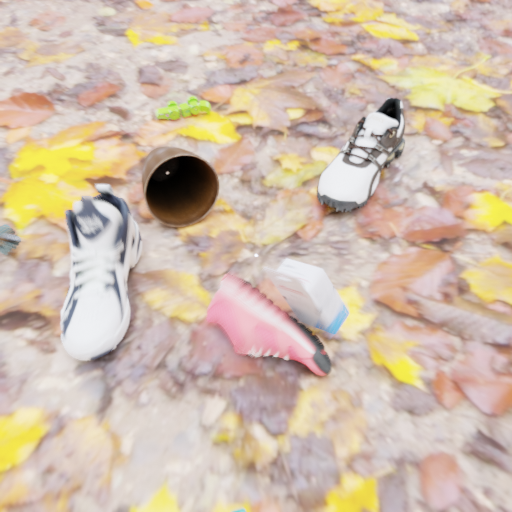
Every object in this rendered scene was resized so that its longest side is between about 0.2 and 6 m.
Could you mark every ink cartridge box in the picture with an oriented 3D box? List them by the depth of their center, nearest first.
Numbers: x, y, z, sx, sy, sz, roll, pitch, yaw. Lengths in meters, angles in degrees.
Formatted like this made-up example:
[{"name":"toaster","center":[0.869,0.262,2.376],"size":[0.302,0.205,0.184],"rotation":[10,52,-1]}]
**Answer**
[{"name":"ink cartridge box","center":[0.800,0.547,8.768],"size":[0.814,1.405,0.469],"rotation":[17,60,46]}]

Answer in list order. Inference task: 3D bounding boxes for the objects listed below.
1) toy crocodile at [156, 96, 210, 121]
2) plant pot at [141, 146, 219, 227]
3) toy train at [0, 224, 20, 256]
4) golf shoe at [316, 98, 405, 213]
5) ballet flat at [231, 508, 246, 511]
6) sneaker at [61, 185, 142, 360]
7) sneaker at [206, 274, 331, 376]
[{"name":"toy crocodile","center":[-1.841,-3.671,14.168],"size":[1.397,0.431,0.471],"rotation":[-15,48,-8]},{"name":"plant pot","center":[-1.752,-1.630,11.606],"size":[1.530,1.530,1.637],"rotation":[-18,34,-16]},{"name":"toy train","center":[-4.739,-0.302,10.600],"size":[0.432,0.759,0.323],"rotation":[52,53,-7]},{"name":"golf shoe","center":[2.267,-2.262,12.037],"size":[1.247,1.515,3.207],"rotation":[23,52,19]},{"name":"ballet flat","center":[-1.150,3.839,6.750],"size":[2.487,0.879,0.879],"rotation":[-14,48,-14]},{"name":"sneaker","center":[-2.717,0.044,9.369],"size":[1.207,1.968,3.024],"rotation":[5,48,9]},{"name":"sneaker","center":[0.172,1.327,9.226],"size":[2.345,0.864,1.017],"rotation":[38,94,18]}]
